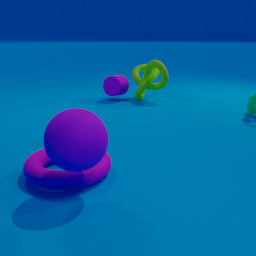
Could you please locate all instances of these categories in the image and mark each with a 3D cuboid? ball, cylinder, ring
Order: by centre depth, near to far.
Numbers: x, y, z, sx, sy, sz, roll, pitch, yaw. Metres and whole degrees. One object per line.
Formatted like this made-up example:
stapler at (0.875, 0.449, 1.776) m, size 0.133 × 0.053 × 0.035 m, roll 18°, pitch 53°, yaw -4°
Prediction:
ball at (-0.706, 0.164, 3.840) m, size 0.870 × 0.870 × 0.870 m, roll 0°, pitch 19°, yaw 0°
ring at (-1.021, 0.619, 4.815) m, size 1.478 × 0.296 × 1.478 m, roll 0°, pitch 17°, yaw 0°
cylinder at (-0.425, -1.521, 10.078) m, size 0.719 × 0.719 × 0.719 m, roll 8°, pitch 14°, yaw 24°

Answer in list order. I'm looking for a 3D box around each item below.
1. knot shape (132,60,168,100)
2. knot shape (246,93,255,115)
knot shape at (0.792, -1.772, 9.847) m, size 0.728 × 1.576 × 1.475 m, roll 28°, pitch -29°, yaw -34°
knot shape at (4.077, -0.788, 8.011) m, size 1.207 × 0.596 × 1.289 m, roll -14°, pitch -5°, yaw 38°
